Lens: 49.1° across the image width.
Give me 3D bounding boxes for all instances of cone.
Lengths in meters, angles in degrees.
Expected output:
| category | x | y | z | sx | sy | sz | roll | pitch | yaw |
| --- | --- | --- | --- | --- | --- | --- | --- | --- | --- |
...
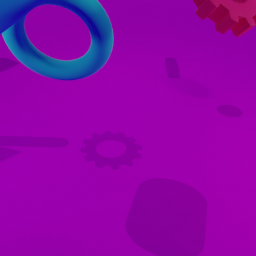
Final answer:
| category | x | y | z | sx | sy | sz | roll | pitch | yaw |
| --- | --- | --- | --- | --- | --- | --- | --- | --- | --- |
| cone | -1.425 | -1.911 | 3.868 | 1.081 | 1.077 | 1.077 | -9 | 37 | -3 |

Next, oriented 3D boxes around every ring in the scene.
| category | x | y | z | sx | sy | sz | roll | pitch | yaw |
| --- | --- | --- | --- | --- | --- | --- | --- | --- | --- |
| ring | -1.244 | -1.644 | 4.987 | 1.973 | 1.973 | 0.395 | 2 | 51 | 2 |

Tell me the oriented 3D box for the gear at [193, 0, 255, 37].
| category | x | y | z | sx | sy | sz | roll | pitch | yaw |
| --- | --- | --- | --- | --- | --- | --- | --- | --- | --- |
| gear | 1.360 | -2.032 | 4.050 | 1.459 | 0.270 | 1.459 | 11 | 65 | -26 |
